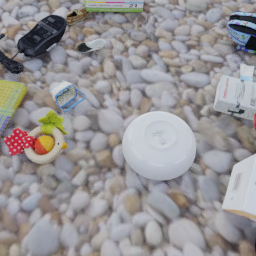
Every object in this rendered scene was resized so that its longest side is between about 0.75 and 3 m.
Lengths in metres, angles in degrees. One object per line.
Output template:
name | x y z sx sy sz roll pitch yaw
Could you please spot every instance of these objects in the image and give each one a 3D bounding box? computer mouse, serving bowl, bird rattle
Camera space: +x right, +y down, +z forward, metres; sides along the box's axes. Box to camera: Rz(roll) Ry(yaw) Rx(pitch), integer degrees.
computer mouse | -3.352 -2.908 9.418 1.870 0.613 2.663 30 69 20
serving bowl | 0.830 0.324 7.309 1.989 0.654 1.989 0 59 0
bird rattle | -2.267 0.317 7.172 1.588 0.894 1.294 -32 63 -17

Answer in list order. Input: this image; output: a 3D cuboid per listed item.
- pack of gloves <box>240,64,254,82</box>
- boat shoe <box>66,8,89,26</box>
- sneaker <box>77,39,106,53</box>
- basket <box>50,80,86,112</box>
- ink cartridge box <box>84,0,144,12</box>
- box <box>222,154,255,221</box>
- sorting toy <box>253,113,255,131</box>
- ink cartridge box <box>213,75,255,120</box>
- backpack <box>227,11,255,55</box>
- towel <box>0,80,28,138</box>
pack of gloves | 4.045 -1.518 8.698 1.067 0.251 1.270 12 59 8
boat shoe | -1.852 -4.137 10.251 0.389 0.380 1.029 35 64 19
sneaker | -1.229 -2.752 9.465 0.993 0.360 0.357 -14 87 5
basket | -1.748 -0.913 8.086 0.787 0.621 0.893 -37 55 -19
ink cartridge box | -0.443 -5.589 9.530 2.184 2.955 1.119 -3 58 -8
box | 3.344 1.532 5.806 2.188 1.666 1.163 18 77 11
sorting toy | 3.923 -0.596 7.159 2.945 0.498 1.420 0 86 -38
ink cartridge box | 3.225 -0.858 8.034 1.345 0.559 0.986 17 61 6
backpack | 3.977 -3.225 9.335 1.427 0.960 1.303 18 60 10
towel | -4.241 -0.353 7.936 2.025 0.321 2.819 11 59 6
